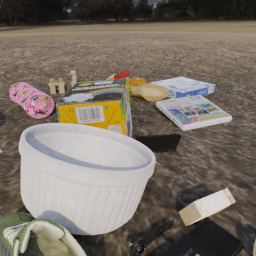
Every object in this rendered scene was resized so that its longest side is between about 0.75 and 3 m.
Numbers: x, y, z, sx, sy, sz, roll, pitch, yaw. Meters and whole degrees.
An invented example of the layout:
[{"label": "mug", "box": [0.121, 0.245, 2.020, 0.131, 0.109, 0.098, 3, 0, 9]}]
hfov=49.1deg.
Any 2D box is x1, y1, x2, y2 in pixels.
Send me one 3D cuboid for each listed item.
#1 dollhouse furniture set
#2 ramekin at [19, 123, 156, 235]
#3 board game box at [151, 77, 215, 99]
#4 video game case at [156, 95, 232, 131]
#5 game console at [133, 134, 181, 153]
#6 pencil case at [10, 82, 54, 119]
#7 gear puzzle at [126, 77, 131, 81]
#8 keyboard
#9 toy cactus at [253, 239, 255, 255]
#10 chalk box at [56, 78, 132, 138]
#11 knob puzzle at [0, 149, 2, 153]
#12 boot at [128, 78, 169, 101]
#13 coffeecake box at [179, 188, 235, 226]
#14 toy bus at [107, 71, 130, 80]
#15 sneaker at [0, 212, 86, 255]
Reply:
[{"label": "dollhouse furniture set", "box": [-3.177, -2.263, 13.583, 1.323, 0.879, 1.160, -6, 24, -12]}, {"label": "ramekin", "box": [-0.809, 0.878, 5.294, 2.469, 1.296, 2.469, 12, 13, -3]}, {"label": "board game box", "box": [2.541, -1.884, 13.217, 2.171, 0.471, 2.161, -16, 28, -32]}, {"label": "video game case", "box": [2.375, -0.618, 10.295, 2.083, 0.247, 1.896, -10, 35, -22]}, {"label": "game console", "box": [0.718, 0.308, 7.873, 1.278, 0.744, 1.124, -3, 24, -6]}, {"label": "pencil case", "box": [-3.800, -1.119, 10.894, 1.025, 0.981, 2.369, 29, -1, -43]}, {"label": "gear puzzle", "box": [-0.093, -2.361, 14.698, 0.897, 0.227, 1.733, -9, 28, -24]}, {"label": "keyboard", "box": [0.831, 2.054, 4.572, 2.057, 0.212, 1.307, -18, 36, -38]}, {"label": "toy cactus", "box": [2.881, 1.945, 3.852, 2.125, 1.317, 2.576, 6, 31, 37]}, {"label": "chalk box", "box": [-0.783, -0.410, 8.241, 1.712, 1.700, 2.743, -3, 23, 6]}, {"label": "knob puzzle", "box": [-4.293, 0.654, 7.801, 1.244, 0.172, 1.244, 0, 24, 0]}, {"label": "boot", "box": [0.749, -1.874, 12.695, 2.310, 0.813, 1.654, -1, 29, 14]}, {"label": "coffeecake box", "box": [1.479, 1.489, 5.266, 0.827, 0.635, 0.302, -12, 62, -27]}, {"label": "toy bus", "box": [-0.612, -1.131, 10.626, 2.246, 1.161, 2.120, -45, 16, -21]}, {"label": "sneaker", "box": [-1.231, 1.716, 3.984, 0.951, 1.273, 2.836, -19, 30, -36]}]
